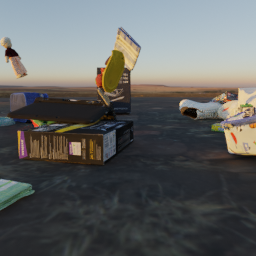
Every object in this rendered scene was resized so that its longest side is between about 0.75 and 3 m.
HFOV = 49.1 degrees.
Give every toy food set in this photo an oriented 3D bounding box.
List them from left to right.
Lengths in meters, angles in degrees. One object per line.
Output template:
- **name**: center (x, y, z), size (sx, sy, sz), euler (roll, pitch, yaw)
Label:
- **toy food set**: center (-0.544, -1.340, 7.043), size (0.434, 1.329, 0.782), euler (17, -12, 25)

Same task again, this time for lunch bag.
- **lunch bag**: center (-4.596, -1.015, 13.445), size (1.357, 1.393, 2.050), euler (-8, 11, -44)
- **lunch bag**: center (3.544, -0.172, 6.273), size (2.782, 1.051, 2.229), euler (-16, -1, -5)

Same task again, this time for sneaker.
- **sneaker**: center (3.905, -0.724, 14.296), size (2.545, 0.926, 1.077), euler (7, 39, 5)
- **sneaker**: center (5.613, -0.757, 13.096), size (2.805, 0.988, 1.311), euler (3, 10, 22)

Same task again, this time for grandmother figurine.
- **grandmother figurine**: center (-3.626, -2.241, 8.883), size (0.394, 1.300, 0.788), euler (-21, 14, 6)

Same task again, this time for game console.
- **game console**: center (-1.785, -0.093, 8.465), size (2.584, 2.272, 1.504), euler (5, 53, 14)

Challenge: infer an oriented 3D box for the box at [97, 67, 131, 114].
- **box**: center (-0.856, -2.266, 17.200), size (2.056, 2.778, 1.449), euler (1, 4, -2)

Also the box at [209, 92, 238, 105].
- **box**: center (5.672, -1.224, 14.813), size (2.237, 0.422, 1.528), euler (12, -16, -16)

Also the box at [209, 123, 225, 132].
- **box**: center (3.618, -0.005, 10.480), size (1.071, 0.259, 0.629), euler (10, 13, 38)

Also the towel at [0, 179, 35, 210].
- **towel**: center (-2.380, 0.963, 3.991), size (1.637, 0.191, 1.249), euler (4, 9, 19)

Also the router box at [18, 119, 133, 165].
- **router box**: center (-1.140, 0.239, 7.187), size (2.048, 0.680, 2.605), euler (2, 8, 15)

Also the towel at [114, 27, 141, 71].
- **towel**: center (-0.065, -2.361, 8.500), size (0.152, 0.939, 1.279), euler (-41, -7, -21)

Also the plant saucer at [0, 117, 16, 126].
- **plant saucer**: center (-6.061, -0.283, 12.367), size (2.026, 0.278, 2.026), euler (0, 7, 0)

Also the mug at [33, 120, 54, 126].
- **mug**: center (-2.328, -0.035, 8.560), size (1.046, 0.859, 0.646), euler (-14, 44, -28)

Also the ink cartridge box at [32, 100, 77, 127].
- **ink cartridge box**: center (-3.067, -0.490, 11.213), size (2.026, 0.681, 1.177), euler (-29, 24, -35)

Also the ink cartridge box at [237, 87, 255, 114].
- **ink cartridge box**: center (4.206, -0.530, 9.217), size (1.194, 1.634, 0.689), euler (-6, 10, -38)
